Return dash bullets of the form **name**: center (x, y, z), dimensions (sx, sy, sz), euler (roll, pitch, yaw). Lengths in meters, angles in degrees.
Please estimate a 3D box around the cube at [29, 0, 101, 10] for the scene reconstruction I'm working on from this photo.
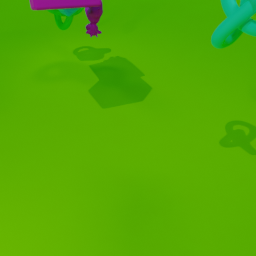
- **cube**: center (-1.399, -3.164, 5.743), dimensions (1.318, 1.318, 1.318), euler (-11, 25, -17)

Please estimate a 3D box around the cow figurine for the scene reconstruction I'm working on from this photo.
- **cow figurine**: center (-1.078, -3.492, 8.987), dimensions (0.553, 0.992, 1.008), euler (-8, -1, -25)

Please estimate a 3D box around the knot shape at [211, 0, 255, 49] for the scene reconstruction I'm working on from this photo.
- **knot shape**: center (1.616, -1.631, 3.936), dimensions (0.590, 1.195, 1.277), euler (16, 47, -11)

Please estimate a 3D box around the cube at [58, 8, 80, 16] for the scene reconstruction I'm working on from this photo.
- **cube**: center (-1.493, -3.843, 7.081), dimensions (1.347, 1.347, 1.347), euler (-38, 32, -1)

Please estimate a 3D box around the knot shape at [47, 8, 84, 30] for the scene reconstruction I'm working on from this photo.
- **knot shape**: center (-2.179, -4.026, 9.507), dimensions (1.466, 1.372, 0.677), euler (-4, 0, 7)
